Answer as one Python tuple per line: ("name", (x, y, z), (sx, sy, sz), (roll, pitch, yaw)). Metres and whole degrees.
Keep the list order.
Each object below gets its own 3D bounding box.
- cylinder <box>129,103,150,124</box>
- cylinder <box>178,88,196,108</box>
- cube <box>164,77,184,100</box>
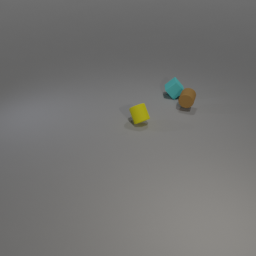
("cylinder", (0.486, -0.598, 11.777), (0.700, 0.700, 0.700), (-20, -3, -1))
("cylinder", (2.734, -1.388, 12.908), (0.700, 0.700, 0.700), (11, 38, 18))
("cube", (2.349, -2.013, 14.190), (0.700, 0.700, 0.700), (-37, 24, 23))
